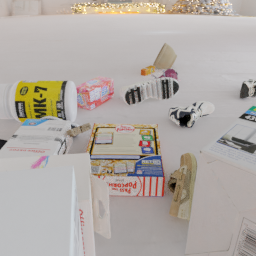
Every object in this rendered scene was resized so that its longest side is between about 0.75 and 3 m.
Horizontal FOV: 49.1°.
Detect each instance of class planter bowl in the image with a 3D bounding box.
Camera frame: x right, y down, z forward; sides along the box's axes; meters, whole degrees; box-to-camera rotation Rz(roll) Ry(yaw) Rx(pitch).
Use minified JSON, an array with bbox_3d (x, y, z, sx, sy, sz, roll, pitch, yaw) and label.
[{"bbox_3d":[2.405,-4.379,17.605,1.068,1.587,1.587,28,29,-5],"label":"planter bowl"}]

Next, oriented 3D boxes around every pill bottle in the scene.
[{"bbox_3d":[-3.561,-1.032,11.011,2.899,1.657,1.657,0,28,0],"label":"pill bottle"}]

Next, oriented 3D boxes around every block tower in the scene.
[{"bbox_3d":[-1.565,0.061,9.003,0.252,0.235,0.872,-14,7,39],"label":"block tower"}]

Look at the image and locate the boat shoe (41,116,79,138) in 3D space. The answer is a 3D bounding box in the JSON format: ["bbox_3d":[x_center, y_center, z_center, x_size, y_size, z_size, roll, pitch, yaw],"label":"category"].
[{"bbox_3d":[-2.597,0.030,10.228,1.713,0.614,0.581,14,29,11],"label":"boat shoe"}]

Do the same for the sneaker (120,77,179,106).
[{"bbox_3d":[1.015,-1.846,13.255,2.982,1.120,1.209,-10,22,-20],"label":"sneaker"}]

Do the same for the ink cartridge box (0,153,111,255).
[{"bbox_3d":[-1.726,1.708,5.892,2.659,1.709,1.665,-3,28,-8],"label":"ink cartridge box"}]

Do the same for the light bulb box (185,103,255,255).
[{"bbox_3d":[2.671,1.260,5.612,1.726,2.741,2.765,24,38,35],"label":"light bulb box"}]

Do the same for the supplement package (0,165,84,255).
[{"bbox_3d":[-1.633,2.226,3.933,1.998,2.633,1.984,-4,29,-7],"label":"supplement package"}]

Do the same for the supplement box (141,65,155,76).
[{"bbox_3d":[1.214,-3.464,16.881,0.376,0.364,1.094,19,34,31],"label":"supplement box"}]

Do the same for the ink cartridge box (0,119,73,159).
[{"bbox_3d":[-2.775,0.739,8.493,1.564,0.915,2.696,2,28,3],"label":"ink cartridge box"}]

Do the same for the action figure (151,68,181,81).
[{"bbox_3d":[1.955,-2.693,15.329,1.454,1.082,0.974,-34,12,-19],"label":"action figure"}]

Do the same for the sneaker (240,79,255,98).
[{"bbox_3d":[6.084,-1.912,13.575,0.917,0.768,2.072,19,34,35],"label":"sneaker"}]

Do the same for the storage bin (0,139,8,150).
[{"bbox_3d":[-4.503,0.862,8.414,1.700,0.797,1.149,9,30,15],"label":"storage bin"}]

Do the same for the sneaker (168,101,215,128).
[{"bbox_3d":[2.604,-0.467,10.934,1.877,0.749,1.222,-3,30,-6],"label":"sneaker"}]

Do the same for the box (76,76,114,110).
[{"bbox_3d":[-1.520,-1.649,12.885,0.895,0.970,1.890,16,33,27],"label":"box"}]

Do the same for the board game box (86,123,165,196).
[{"bbox_3d":[-0.121,0.813,8.595,2.268,0.693,2.994,1,28,2],"label":"board game box"}]

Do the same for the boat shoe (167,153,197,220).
[{"bbox_3d":[1.430,1.398,7.407,0.736,0.813,2.282,4,30,7],"label":"boat shoe"}]
